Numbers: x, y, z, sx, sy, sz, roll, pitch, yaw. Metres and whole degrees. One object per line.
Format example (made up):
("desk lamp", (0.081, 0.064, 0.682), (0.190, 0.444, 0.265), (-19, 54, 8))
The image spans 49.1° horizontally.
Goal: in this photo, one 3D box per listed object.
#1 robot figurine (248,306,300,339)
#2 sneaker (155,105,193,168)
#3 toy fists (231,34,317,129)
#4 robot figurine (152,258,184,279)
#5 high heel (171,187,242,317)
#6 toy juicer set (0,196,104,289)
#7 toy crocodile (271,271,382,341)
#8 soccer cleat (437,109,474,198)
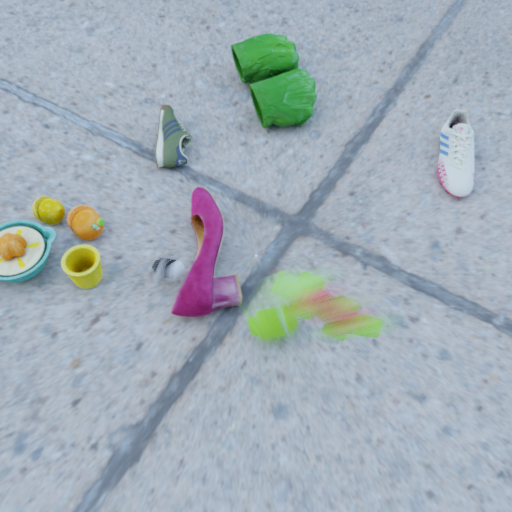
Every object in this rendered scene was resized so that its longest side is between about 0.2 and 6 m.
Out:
("robot figurine", (0.322, 1.173, 9.885), (0.885, 0.776, 0.512), (-13, 72, 10))
("sneaker", (-1.844, -2.725, 12.845), (0.790, 0.590, 1.759), (1, 59, -2))
("toy fists", (0.497, -4.302, 13.686), (1.517, 1.023, 2.976), (-18, 58, -4))
("robot figurine", (-1.644, 0.235, 10.523), (0.596, 0.448, 0.372), (8, 90, 20))
("high heel", (-1.241, -0.130, 10.820), (1.326, 0.931, 2.765), (-8, 68, -18))
("toy juicer set", (-4.658, -0.391, 10.980), (3.435, 0.935, 2.185), (-2, 55, -1))
("toy crocodile", (1.052, 0.768, 8.316), (1.916, 0.592, 0.647), (32, 80, -25))
("soccer cleat", (4.413, -2.309, 12.311), (0.758, 0.937, 2.171), (5, 56, 3))
